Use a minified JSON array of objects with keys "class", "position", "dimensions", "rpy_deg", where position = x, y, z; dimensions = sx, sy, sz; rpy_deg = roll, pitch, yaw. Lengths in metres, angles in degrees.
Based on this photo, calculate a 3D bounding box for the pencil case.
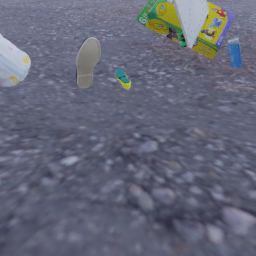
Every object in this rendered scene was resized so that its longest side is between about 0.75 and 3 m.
[{"class":"pencil case","position":[-2.540,-1.473,4.705],"dimensions":[0.870,1.919,0.798],"rpy_deg":[16,74,29]}]

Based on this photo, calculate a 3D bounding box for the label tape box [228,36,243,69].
[{"class":"label tape box","position":[2.737,-1.912,7.172],"dimensions":[0.277,0.632,0.876],"rpy_deg":[-8,28,23]}]

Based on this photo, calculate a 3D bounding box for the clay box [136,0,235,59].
[{"class":"clay box","position":[1.561,-3.017,7.694],"dimensions":[2.392,0.569,1.374],"rpy_deg":[28,65,4]}]

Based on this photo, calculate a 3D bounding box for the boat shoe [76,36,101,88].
[{"class":"boat shoe","position":[-0.761,-1.203,4.985],"dimensions":[0.405,1.114,0.349],"rpy_deg":[-7,56,-22]}]

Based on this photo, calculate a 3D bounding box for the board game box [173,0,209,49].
[{"class":"board game box","position":[1.285,-3.105,6.308],"dimensions":[0.252,1.948,1.948],"rpy_deg":[-1,44,34]}]

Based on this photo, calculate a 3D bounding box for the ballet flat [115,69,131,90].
[{"class":"ballet flat","position":[-0.139,-1.299,7.585],"dimensions":[0.287,0.288,0.860],"rpy_deg":[-18,40,-10]}]
